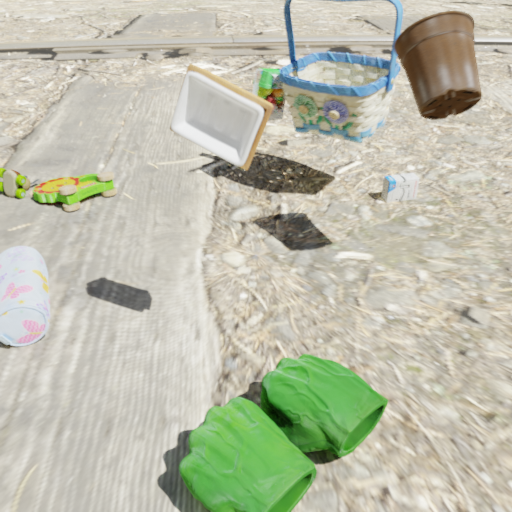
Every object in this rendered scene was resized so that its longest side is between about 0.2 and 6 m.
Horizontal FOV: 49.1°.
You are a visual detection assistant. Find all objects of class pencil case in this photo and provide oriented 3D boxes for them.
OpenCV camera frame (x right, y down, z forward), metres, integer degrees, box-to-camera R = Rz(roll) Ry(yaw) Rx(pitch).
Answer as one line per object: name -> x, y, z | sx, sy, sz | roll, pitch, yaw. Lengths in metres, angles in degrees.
pencil case -> -3.691, 0.585, 8.745 | 0.840, 0.770, 1.853 | -25, 37, -9

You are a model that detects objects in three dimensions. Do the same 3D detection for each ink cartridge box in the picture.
ink cartridge box -> 3.127, -1.476, 12.156 | 0.717, 0.523, 0.302 | -8, 34, -12

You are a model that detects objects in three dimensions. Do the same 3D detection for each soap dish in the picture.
soap dish -> -0.378, -1.547, 6.232 | 1.039, 0.817, 0.422 | 29, 34, 6

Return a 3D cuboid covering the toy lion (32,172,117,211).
toy lion -> -4.053, -1.498, 12.322 | 1.447, 0.518, 1.509 | 20, 37, 41

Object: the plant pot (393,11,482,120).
plant pot -> 2.650, -2.640, 7.974 | 1.139, 1.139, 1.128 | -7, 76, -10

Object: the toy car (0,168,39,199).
toy car -> -5.247, -1.676, 12.483 | 0.639, 0.613, 0.778 | 20, 26, 15

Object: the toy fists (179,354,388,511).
toy fists -> 0.309, 2.021, 6.456 | 1.312, 0.885, 2.574 | 34, 44, 31

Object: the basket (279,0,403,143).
basket -> 1.693, -3.717, 11.096 | 2.383, 2.703, 1.880 | 18, 37, 32

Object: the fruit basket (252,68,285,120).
fruit basket -> 0.310, -3.375, 11.799 | 1.006, 1.086, 0.509 | -15, 30, -40
